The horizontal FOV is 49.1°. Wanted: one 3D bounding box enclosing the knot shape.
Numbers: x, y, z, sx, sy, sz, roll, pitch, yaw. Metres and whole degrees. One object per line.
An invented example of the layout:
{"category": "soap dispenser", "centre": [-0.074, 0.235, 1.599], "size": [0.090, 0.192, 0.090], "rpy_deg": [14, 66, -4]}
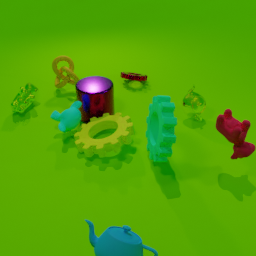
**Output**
{"category": "knot shape", "centre": [-2.255, -1.957, 10.337], "size": [1.150, 1.229, 0.568], "rpy_deg": [29, 31, 18]}

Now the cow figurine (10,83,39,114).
{"category": "cow figurine", "centre": [-3.556, -1.006, 9.592], "size": [1.213, 0.666, 1.194], "rpy_deg": [-56, 22, -14]}

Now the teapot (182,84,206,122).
{"category": "teapot", "centre": [2.118, -0.783, 8.881], "size": [0.794, 1.277, 0.625], "rpy_deg": [-26, 18, -21]}

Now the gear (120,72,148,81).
{"category": "gear", "centre": [0.238, -2.052, 11.122], "size": [1.056, 0.195, 1.056], "rpy_deg": [7, 17, -2]}

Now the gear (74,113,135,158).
{"category": "gear", "centre": [-0.665, 0.160, 7.945], "size": [1.687, 0.312, 1.687], "rpy_deg": [-11, 34, 8]}

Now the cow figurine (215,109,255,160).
{"category": "cow figurine", "centre": [2.549, 0.199, 6.742], "size": [0.606, 1.087, 1.104], "rpy_deg": [-34, 57, -20]}

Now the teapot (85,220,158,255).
{"category": "teapot", "centre": [-0.168, 2.064, 4.958], "size": [1.430, 0.700, 0.889], "rpy_deg": [18, -1, 6]}

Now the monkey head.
{"category": "monkey head", "centre": [-1.824, -0.315, 8.218], "size": [0.839, 0.702, 1.166], "rpy_deg": [30, 56, -7]}

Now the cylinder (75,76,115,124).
{"category": "cylinder", "centre": [-1.037, -0.886, 8.987], "size": [1.187, 1.187, 1.187], "rpy_deg": [0, 36, 0]}

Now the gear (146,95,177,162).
{"category": "gear", "centre": [0.803, 0.017, 7.105], "size": [0.306, 1.652, 1.652], "rpy_deg": [2, 36, -11]}
